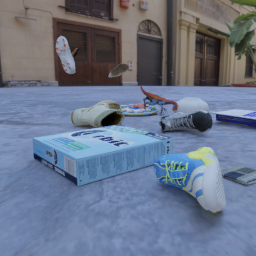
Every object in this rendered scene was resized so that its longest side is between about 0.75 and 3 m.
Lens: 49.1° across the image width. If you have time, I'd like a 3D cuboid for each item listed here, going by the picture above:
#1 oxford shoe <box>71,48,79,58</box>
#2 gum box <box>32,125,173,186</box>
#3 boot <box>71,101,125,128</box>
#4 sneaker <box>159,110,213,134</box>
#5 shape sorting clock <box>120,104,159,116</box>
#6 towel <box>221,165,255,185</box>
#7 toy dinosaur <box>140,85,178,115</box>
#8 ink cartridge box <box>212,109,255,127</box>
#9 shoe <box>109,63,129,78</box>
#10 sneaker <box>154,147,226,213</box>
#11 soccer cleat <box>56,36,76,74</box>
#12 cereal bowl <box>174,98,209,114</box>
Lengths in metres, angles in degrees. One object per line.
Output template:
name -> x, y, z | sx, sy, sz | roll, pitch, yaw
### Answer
oxford shoe -> -2.461, -3.196, 12.247 | 0.290, 0.815, 0.291 | 38, 6, 6
gum box -> -0.665, 0.525, 7.307 | 2.821, 0.628, 2.397 | -9, 14, -38
boot -> -0.827, -0.558, 12.080 | 2.034, 0.948, 2.630 | 9, 20, 43
sneaker -> 1.970, -0.133, 10.543 | 1.346, 0.875, 2.331 | -11, 4, -25
shape sorting clock -> 0.431, -1.073, 15.823 | 2.617, 0.513, 2.617 | 0, 11, 0
towel -> 2.514, 1.032, 6.149 | 0.837, 0.145, 0.806 | -9, 11, -32
toy dinosaur -> 1.726, -1.393, 15.032 | 1.797, 1.981, 1.040 | -10, 31, 10
ink cartridge box -> 5.283, -0.418, 12.503 | 2.405, 0.565, 2.377 | -12, 18, -42
shoe -> -0.500, -3.039, 14.869 | 1.412, 0.494, 0.377 | -34, -9, -38
sneaker -> 1.048, 0.929, 5.110 | 1.242, 0.895, 2.364 | -9, 1, 15
soccer cleat -> -2.426, -2.822, 10.963 | 0.517, 1.493, 0.579 | -16, -2, 15
cereal bowl -> 3.682, -1.318, 16.280 | 2.007, 0.836, 2.007 | -1, 11, 0
